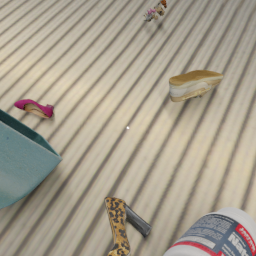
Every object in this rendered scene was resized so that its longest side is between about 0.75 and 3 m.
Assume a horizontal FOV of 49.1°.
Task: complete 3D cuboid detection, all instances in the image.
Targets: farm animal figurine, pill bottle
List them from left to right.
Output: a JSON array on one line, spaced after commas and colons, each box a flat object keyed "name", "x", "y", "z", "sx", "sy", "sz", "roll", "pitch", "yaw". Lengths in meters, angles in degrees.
[{"name": "farm animal figurine", "x": 0.984, "y": -3.952, "z": 9.657, "sx": 0.913, "sy": 0.738, "sz": 0.459, "roll": -40, "pitch": 101, "yaw": -17}, {"name": "pill bottle", "x": 1.608, "y": 2.276, "z": 5.075, "sx": 1.262, "sy": 1.262, "sz": 2.111, "roll": 41, "pitch": 32, "yaw": 24}]

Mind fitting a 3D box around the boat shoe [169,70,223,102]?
[{"name": "boat shoe", "x": 1.865, "y": -1.161, "z": 7.778, "sx": 1.990, "sy": 0.688, "sz": 0.734, "roll": -16, "pitch": 32, "yaw": -32}]

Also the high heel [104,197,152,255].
[{"name": "high heel", "x": -0.438, "y": 2.236, "z": 5.786, "sx": 1.246, "sy": 0.624, "sz": 1.747, "roll": 36, "pitch": 42, "yaw": 18}]

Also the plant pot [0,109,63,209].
[{"name": "plant pot", "x": -2.827, "y": 0.677, "z": 6.038, "sx": 1.751, "sy": 1.719, "sz": 1.714, "roll": -53, "pitch": 35, "yaw": -5}]

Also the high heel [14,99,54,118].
[{"name": "high heel", "x": -2.612, "y": -0.513, "z": 7.690, "sx": 1.101, "sy": 0.371, "sz": 0.529, "roll": 3, "pitch": 34, "yaw": -4}]
